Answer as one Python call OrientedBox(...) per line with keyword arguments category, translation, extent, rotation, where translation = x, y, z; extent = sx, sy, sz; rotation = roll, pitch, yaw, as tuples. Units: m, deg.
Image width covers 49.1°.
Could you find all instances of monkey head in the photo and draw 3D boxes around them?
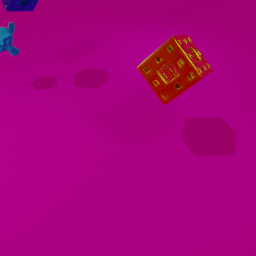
OrientedBox(category="monkey head", translation=(-4.003, -2.788, 9.122), extent=(1.253, 0.902, 0.755), rotation=(-41, 57, 8))

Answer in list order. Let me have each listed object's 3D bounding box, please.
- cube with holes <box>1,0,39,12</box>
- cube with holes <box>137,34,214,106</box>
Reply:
OrientedBox(category="cube with holes", translation=(-3.139, -3.973, 8.040), extent=(0.838, 0.838, 0.838), rotation=(-24, 86, -42))
OrientedBox(category="cube with holes", translation=(1.139, -1.395, 6.636), extent=(1.104, 1.104, 1.104), rotation=(54, 34, 1))
